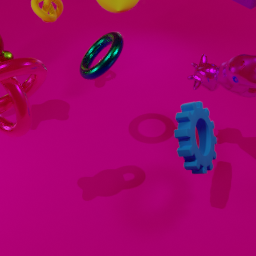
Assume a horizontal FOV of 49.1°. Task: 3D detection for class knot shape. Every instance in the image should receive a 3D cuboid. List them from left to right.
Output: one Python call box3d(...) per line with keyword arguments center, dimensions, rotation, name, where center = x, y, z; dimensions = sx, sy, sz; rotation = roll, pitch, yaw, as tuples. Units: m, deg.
box3d(center=(-2.094, -0.672, 4.746), dimensions=(1.590, 1.699, 0.785), rotation=(-31, 42, 5), name="knot shape")
box3d(center=(-2.430, -3.844, 8.473), dimensions=(0.596, 1.207, 1.290), rotation=(4, 20, 7), name="knot shape")

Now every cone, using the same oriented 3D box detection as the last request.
box3d(center=(-0.184, -2.354, 5.119), dimensions=(0.941, 0.941, 0.945), rotation=(-1, 48, -1), name="cone")

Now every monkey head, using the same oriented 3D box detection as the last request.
box3d(center=(-3.850, -1.990, 7.338), dimensions=(1.184, 1.965, 1.414), rotation=(-17, 77, 5), name="monkey head")

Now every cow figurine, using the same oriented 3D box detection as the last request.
box3d(center=(2.160, -1.193, 6.149), dimensions=(1.585, 1.611, 0.884), rotation=(15, 88, 9), name="cow figurine")

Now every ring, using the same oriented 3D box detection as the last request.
box3d(center=(-0.643, -1.714, 6.636), dimensions=(1.353, 0.271, 1.353), rotation=(-29, 41, 29), name="ring")

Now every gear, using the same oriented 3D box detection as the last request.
box3d(center=(1.421, 0.195, 5.739), dimensions=(0.269, 1.453, 1.453), rotation=(-9, 35, 37), name="gear")

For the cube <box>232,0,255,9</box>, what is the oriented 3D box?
box3d(center=(3.225, -4.130, 7.192), dimensions=(1.303, 1.303, 1.303), rotation=(-34, 60, -20), name="cube")
